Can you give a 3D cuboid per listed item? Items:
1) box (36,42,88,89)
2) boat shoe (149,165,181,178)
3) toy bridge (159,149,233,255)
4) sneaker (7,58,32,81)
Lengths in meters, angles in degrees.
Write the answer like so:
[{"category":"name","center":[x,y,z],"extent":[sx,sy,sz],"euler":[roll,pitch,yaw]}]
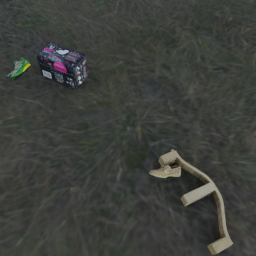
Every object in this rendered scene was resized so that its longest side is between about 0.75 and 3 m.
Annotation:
[{"category":"box","center":[-2.034,-1.975,8.855],"extent":[1.357,0.896,0.778],"euler":[22,56,13]},{"category":"boat shoe","center":[0.967,1.099,7.254],"extent":[0.954,0.340,0.308],"euler":[4,95,-33]},{"category":"toy bridge","center":[1.792,1.667,7.111],"extent":[0.919,0.372,2.733],"euler":[-21,62,-14]},{"category":"sneaker","center":[-3.461,-1.819,8.729],"extent":[0.415,0.380,0.973],"euler":[42,46,-17]}]
